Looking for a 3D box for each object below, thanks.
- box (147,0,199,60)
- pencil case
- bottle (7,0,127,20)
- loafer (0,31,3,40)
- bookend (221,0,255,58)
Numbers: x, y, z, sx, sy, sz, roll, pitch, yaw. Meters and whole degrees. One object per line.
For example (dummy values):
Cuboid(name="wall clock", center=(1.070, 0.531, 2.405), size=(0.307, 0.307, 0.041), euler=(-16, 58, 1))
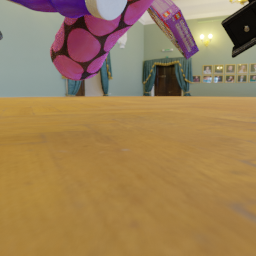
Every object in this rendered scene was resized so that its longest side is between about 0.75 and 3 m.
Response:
Cuboid(name="box", center=(1.096, -3.512, 8.665), size=(0.516, 2.640, 1.806), euler=(-36, -36, 12))
Cuboid(name="pencil case", center=(-0.403, -2.222, 5.573), size=(2.949, 1.338, 1.381), euler=(-39, -3, 40))
Cuboid(name="bottle", center=(-1.323, -2.366, 4.329), size=(2.913, 0.951, 1.217), euler=(29, 48, 28))
Cuboid(name="loafer", center=(-2.348, -1.606, 4.241), size=(0.313, 0.899, 0.338), euler=(-35, 46, 10))
Cuboid(name="bookend", center=(3.149, -3.240, 7.253), size=(1.946, 1.958, 0.902), euler=(-29, 12, 31))
